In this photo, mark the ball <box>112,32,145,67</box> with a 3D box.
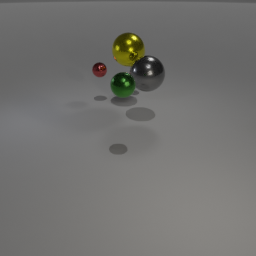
[{"bbox_3d":[0.018,-3.314,11.879,1.400,1.400,1.400,0,28,0],"label":"ball"}]

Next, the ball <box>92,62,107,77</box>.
[{"bbox_3d":[-1.338,-2.737,13.199,0.700,0.700,0.700,0,28,0],"label":"ball"}]

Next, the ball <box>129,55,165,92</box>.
[{"bbox_3d":[0.756,-2.132,11.016,1.400,1.400,1.400,0,28,0],"label":"ball"}]

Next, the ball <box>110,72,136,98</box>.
[{"bbox_3d":[-0.135,-1.172,7.650,0.700,0.700,0.700,0,28,0],"label":"ball"}]
